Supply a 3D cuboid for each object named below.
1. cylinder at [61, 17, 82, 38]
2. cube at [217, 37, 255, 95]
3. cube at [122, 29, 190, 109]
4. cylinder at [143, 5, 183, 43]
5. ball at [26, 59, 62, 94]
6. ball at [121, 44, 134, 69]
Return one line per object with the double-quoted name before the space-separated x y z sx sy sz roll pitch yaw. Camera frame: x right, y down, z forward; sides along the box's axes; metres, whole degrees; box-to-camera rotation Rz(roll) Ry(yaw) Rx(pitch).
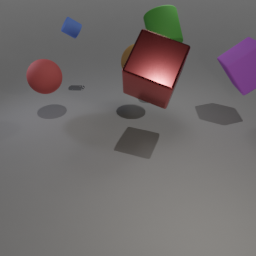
"cylinder" -2.537 -4.497 12.567 0.700 0.700 0.700 23 20 -27
"cube" 4.483 -2.357 10.620 1.400 1.400 1.400 -33 21 18
"cube" 0.743 -1.601 7.851 1.400 1.400 1.400 22 75 7
"cylinder" 1.452 -4.077 11.565 1.400 1.400 1.400 -12 -2 0
"ball" -3.380 -2.083 11.366 1.400 1.400 1.400 0 30 0
"ball" 0.430 -2.519 10.702 1.400 1.400 1.400 0 30 0
